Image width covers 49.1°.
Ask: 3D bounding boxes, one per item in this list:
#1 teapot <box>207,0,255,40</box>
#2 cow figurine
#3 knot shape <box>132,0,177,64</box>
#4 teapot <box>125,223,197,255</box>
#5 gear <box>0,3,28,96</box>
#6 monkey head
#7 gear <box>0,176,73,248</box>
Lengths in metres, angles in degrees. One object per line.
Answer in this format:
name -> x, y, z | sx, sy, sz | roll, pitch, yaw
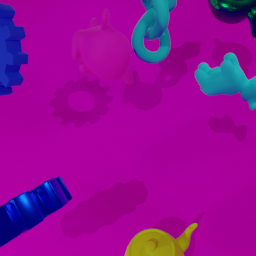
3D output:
teapot -> 2.382, -2.819, 6.204 | 1.250, 0.984, 2.010 | -26, 69, -5
cow figurine -> 1.606, -0.653, 4.336 | 0.962, 0.946, 0.528 | -14, 29, 38
knot shape -> 0.613, -2.362, 6.593 | 0.815, 1.765, 1.651 | 10, 98, 13
teapot -> 0.468, 2.120, 4.661 | 1.662, 0.814, 1.033 | -24, 41, -13
gear -> -2.480, -1.425, 4.979 | 1.708, 1.708, 0.316 | 36, 30, 19
monkey head -> -0.446, -1.682, 5.720 | 1.132, 1.879, 1.352 | 2, 60, 19
gear -> -1.635, 1.252, 3.434 | 1.939, 1.939, 0.359 | -30, 86, -16
